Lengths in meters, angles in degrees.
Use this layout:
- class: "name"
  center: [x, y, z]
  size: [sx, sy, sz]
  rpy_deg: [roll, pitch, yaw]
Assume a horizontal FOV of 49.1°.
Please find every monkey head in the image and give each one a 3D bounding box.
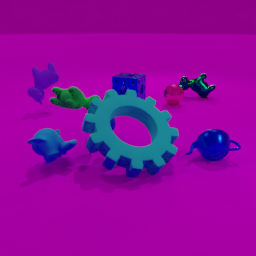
- class: "monkey head"
  center: [-1.565, 0.290, 5.899]
  size: [0.846, 0.709, 1.176]
  rpy_deg: [-29, 3, 13]

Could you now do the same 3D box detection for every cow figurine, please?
- class: "cow figurine"
  center: [2.757, -1.684, 11.537]
  size: [1.296, 1.317, 0.723]
  rpy_deg: [-38, -4, 15]
- class: "cow figurine"
  center: [-2.819, -1.472, 9.419]
  size: [1.227, 1.207, 0.673]
  rpy_deg: [-23, -6, -19]
- class: "cow figurine"
  center: [-1.143, -0.604, 6.391]
  size: [1.000, 0.549, 0.984]
  rpy_deg: [5, -9, 24]

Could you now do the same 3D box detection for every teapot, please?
- class: "teapot"
  center: [1.854, 0.418, 6.182]
  size: [1.230, 0.765, 0.602]
  rpy_deg: [-3, 44, 3]

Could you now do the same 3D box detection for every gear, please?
- class: "gear"
  center: [0.074, 0.049, 5.942]
  size: [2.019, 0.373, 2.019]
  rpy_deg: [12, 50, -15]

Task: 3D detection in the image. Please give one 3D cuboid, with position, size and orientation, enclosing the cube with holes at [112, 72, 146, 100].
- class: "cube with holes"
  center: [0.055, -1.538, 10.878]
  size: [1.021, 1.021, 1.021]
  rpy_deg: [8, 22, 20]

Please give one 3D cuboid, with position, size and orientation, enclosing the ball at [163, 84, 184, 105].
- class: "ball"
  center: [1.704, -1.250, 10.463]
  size: [0.781, 0.781, 0.781]
  rpy_deg: [0, 20, 0]

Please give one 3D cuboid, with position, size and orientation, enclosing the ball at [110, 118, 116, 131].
- class: "ball"
  center: [-0.692, -0.132, 7.300]
  size: [0.744, 0.744, 0.744]
  rpy_deg: [0, 20, 0]
